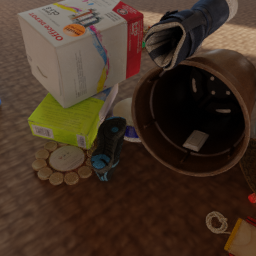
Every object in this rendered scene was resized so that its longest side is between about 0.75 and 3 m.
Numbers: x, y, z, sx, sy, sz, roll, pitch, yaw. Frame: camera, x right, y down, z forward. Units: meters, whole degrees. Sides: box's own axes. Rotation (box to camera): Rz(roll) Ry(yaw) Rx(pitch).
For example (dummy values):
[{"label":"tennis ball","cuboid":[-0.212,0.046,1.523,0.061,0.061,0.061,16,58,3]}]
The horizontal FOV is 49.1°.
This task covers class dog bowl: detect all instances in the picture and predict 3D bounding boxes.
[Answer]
[{"label":"dog bowl","cuboid":[0.267,-0.288,8.556,1.506,0.593,1.506,0,40,0]}]

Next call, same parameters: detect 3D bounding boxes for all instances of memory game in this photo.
[{"label":"memory game","cuboid":[-1.644,0.830,7.600,1.821,0.116,1.821,0,39,0]}]

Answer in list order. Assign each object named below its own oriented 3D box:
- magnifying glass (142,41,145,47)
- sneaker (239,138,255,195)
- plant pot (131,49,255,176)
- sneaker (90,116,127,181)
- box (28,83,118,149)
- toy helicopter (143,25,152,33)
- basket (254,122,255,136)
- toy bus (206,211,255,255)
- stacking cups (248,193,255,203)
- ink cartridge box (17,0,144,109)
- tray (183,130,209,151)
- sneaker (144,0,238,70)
[{"label":"magnifying glass","cuboid":[0.788,-4.002,13.317,1.815,0.203,0.723,-10,41,-8]},{"label":"sneaker","cuboid":[3.686,1.424,6.249,1.262,0.943,2.812,7,41,-30]},{"label":"plant pot","cuboid":[2.067,-0.747,7.549,2.941,2.941,2.911,23,38,25]},{"label":"sneaker","cuboid":[-0.491,0.481,7.320,0.697,0.780,1.905,8,48,15]},{"label":"box","cuboid":[-1.484,-0.829,8.585,1.799,0.703,2.950,13,48,10]},{"label":"toy helicopter","cuboid":[0.803,-5.003,14.431,0.674,0.402,1.018,-36,40,-23]},{"label":"basket","cuboid":[4.472,-0.693,7.591,1.666,2.449,2.209,5,40,6]},{"label":"toy bus","cuboid":[2.534,2.297,5.224,1.661,0.910,1.761,-19,68,13]},{"label":"stacking cups","cuboid":[3.285,1.510,6.686,0.938,0.284,0.284,-17,43,-15]},{"label":"ink cartridge box","cuboid":[-1.295,-2.354,8.132,2.819,2.039,2.049,-32,58,-27]},{"label":"tray","cuboid":[1.937,0.322,7.937,0.465,0.096,0.866,20,41,27]},{"label":"sneaker","cuboid":[1.013,-1.892,6.298,1.831,2.534,0.964,-39,91,-18]}]
